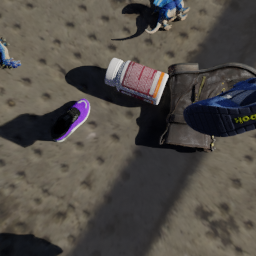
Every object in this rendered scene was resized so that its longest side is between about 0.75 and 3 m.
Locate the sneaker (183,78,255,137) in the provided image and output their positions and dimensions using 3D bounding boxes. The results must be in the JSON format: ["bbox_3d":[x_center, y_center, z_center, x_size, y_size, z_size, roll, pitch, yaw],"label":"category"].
[{"bbox_3d":[1.930,-0.383,4.800,1.946,0.719,0.800,-8,38,25],"label":"sneaker"}]

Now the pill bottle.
[{"bbox_3d":[0.223,-1.291,7.595,1.553,0.887,0.887,21,77,4],"label":"pill bottle"}]

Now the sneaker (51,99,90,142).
[{"bbox_3d":[-1.526,-0.238,7.437,0.488,0.699,1.405,36,80,8],"label":"sneaker"}]

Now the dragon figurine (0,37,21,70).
[{"bbox_3d":[-3.910,-2.124,7.994,1.693,0.498,0.842,5,76,0],"label":"dragon figurine"}]

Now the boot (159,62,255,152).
[{"bbox_3d":[2.163,-0.506,7.519,2.670,0.924,2.325,1,83,2],"label":"boot"}]

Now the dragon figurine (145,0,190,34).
[{"bbox_3d":[1.088,-3.537,8.274,2.101,0.618,1.045,-37,79,-9],"label":"dragon figurine"}]
